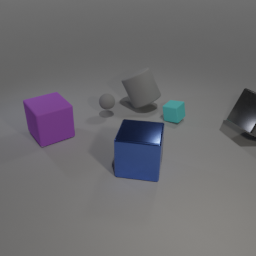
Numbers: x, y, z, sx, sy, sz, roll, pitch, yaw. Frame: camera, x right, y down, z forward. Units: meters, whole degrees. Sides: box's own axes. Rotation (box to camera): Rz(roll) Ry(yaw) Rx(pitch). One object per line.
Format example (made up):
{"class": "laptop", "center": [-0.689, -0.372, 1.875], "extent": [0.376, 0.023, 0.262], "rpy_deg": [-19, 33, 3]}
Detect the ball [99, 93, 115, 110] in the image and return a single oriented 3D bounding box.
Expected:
{"class": "ball", "center": [-0.904, -1.142, 12.103], "extent": [0.700, 0.700, 0.700], "rpy_deg": [0, 29, 0]}

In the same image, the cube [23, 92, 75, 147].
{"class": "cube", "center": [-3.015, -0.363, 10.764], "extent": [1.400, 1.400, 1.400], "rpy_deg": [-20, 39, -30]}

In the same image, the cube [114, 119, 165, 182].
{"class": "cube", "center": [0.387, 0.686, 9.013], "extent": [1.400, 1.400, 1.400], "rpy_deg": [5, 30, 9]}

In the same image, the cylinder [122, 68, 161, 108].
{"class": "cylinder", "center": [0.614, -1.844, 12.841], "extent": [1.400, 1.400, 1.400], "rpy_deg": [-24, 15, 7]}

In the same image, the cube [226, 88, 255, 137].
{"class": "cube", "center": [4.901, -0.445, 10.463], "extent": [1.400, 1.400, 1.400], "rpy_deg": [19, 16, -27]}

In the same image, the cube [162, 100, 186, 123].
{"class": "cube", "center": [1.987, -0.721, 12.063], "extent": [0.700, 0.700, 0.700], "rpy_deg": [12, 35, 37]}
